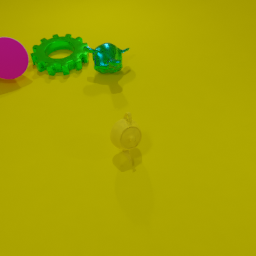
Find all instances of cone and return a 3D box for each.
[{"bbox_3d":[-3.850,-2.135,8.837,1.224,1.224,1.229,-27,18,-21],"label":"cone"}]

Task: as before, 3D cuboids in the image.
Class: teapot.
[{"bbox_3d":[-0.010,0.220,6.637,0.780,1.255,0.614,-8,20,-26],"label":"teapot"}]

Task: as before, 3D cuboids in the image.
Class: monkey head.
[{"bbox_3d":[-0.571,-2.216,8.655,1.552,1.117,0.935,-5,90,-21],"label":"monkey head"}]

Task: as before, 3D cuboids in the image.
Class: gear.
[{"bbox_3d":[-2.283,-2.517,9.484,1.889,0.349,1.889,0,50,0],"label":"gear"}]
